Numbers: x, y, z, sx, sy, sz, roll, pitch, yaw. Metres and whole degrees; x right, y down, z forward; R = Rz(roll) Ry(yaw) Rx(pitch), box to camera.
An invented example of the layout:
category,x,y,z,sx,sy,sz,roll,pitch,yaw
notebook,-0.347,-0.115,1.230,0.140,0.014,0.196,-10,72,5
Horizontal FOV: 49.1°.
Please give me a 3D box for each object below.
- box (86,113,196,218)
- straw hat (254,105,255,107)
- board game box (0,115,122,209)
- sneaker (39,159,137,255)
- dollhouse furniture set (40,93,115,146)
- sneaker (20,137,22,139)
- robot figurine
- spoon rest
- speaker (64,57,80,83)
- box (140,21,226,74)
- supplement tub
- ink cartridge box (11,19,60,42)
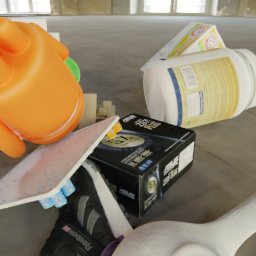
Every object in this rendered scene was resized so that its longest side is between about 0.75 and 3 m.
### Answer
category,x,y,z,sx,sy,sz,roll,pitch,yaw
box,0.147,0.529,5.232,1.552,0.816,1.895,19,32,34
straw hat,3.100,-1.716,9.389,2.900,1.227,2.900,0,25,0
board game box,-1.282,0.641,4.508,2.080,0.269,2.079,-20,19,30
sneaker,-0.657,1.309,3.518,1.178,1.019,2.690,-18,31,-22
dollhouse furniture set,-1.116,0.016,6.875,1.581,1.354,1.662,1,-8,-2
sneaker,-2.661,-0.746,7.364,1.106,1.247,2.952,-12,29,-23
robot figurine,-1.683,-0.689,4.779,1.557,2.670,1.920,-23,63,3
spoon rest,1.026,1.463,3.176,2.970,0.900,1.476,-20,69,-35
speaker,-1.943,-1.478,7.790,0.986,0.986,2.229,-9,12,-19
box,1.755,-2.017,8.670,2.302,1.295,1.167,-42,33,-1
supplement tub,1.773,-0.971,6.864,2.464,1.779,1.779,-13,28,-9
ink cartridge box,-3.111,-2.580,9.798,1.403,2.395,0.806,7,27,14
